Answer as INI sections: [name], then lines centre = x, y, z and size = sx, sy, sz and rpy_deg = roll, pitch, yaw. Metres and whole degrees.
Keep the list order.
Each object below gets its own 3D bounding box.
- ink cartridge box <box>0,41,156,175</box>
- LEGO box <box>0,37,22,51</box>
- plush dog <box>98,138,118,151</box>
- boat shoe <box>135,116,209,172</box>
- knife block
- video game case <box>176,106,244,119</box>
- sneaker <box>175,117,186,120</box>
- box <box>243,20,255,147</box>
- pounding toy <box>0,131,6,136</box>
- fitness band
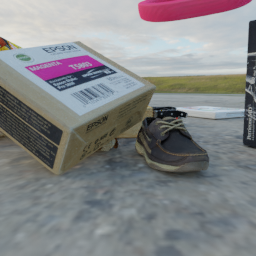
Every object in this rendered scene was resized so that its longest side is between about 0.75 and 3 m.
[ink cartridge box]
centre = -0.984, -0.579, 4.821
size = 2.022, 0.922, 2.454
rpy_deg = 34, 35, 16
[LEGO box]
centre = -2.467, -0.968, 7.057
size = 1.121, 2.164, 2.906
rpy_deg = -44, 11, 1
[plush dog]
centre = -0.555, 0.167, 5.433
size = 0.869, 0.698, 0.747
rpy_deg = -8, 35, -45
[boat shoe]
centre = 0.588, 0.183, 4.549
size = 0.756, 0.744, 2.029
rpy_deg = -3, 9, -19
[knife block]
centre = 0.230, -0.162, 6.861
size = 2.002, 0.730, 2.281
rpy_deg = 6, 9, 41
[video game case]
centre = 3.464, -0.691, 11.907
size = 2.357, 0.307, 2.589
rpy_deg = -5, 10, -33
[sneaker]
centre = 1.062, -0.350, 8.527
size = 1.765, 0.621, 0.825
rpy_deg = -4, 4, -44
[box]
centre = 3.413, -0.755, 4.914
size = 1.304, 2.505, 2.281
rpy_deg = -5, 10, -27
[pounding toy]
centre = -4.141, -0.612, 7.062
size = 1.567, 1.573, 2.741
rpy_deg = -3, 7, -42
[fitness band]
centre = 1.377, -2.715, 5.833
size = 2.369, 0.443, 1.702
rpy_deg = -8, 38, 11
